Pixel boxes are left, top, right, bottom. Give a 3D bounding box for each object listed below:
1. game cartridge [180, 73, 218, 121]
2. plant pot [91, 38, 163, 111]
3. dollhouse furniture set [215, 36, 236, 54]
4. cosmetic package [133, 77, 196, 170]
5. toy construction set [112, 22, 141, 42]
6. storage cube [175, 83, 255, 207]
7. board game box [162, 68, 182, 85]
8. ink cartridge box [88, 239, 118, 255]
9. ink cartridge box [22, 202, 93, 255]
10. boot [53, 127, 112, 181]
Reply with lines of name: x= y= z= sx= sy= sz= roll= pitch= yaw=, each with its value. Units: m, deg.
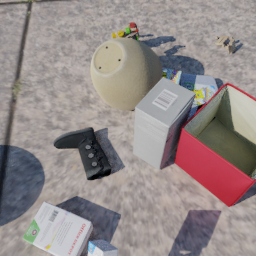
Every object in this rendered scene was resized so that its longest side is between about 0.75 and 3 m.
game cartridge: x=2.414 y=-1.045 z=9.584 sx=1.331 sy=0.404 sz=1.996 roll=9 pitch=57 yaw=1
plant pot: x=-0.270 y=-1.877 z=8.821 sx=2.346 sy=1.575 sz=2.346 roll=-6 pitch=76 yaw=24
dollhouse furniture set: x=3.774 y=-3.279 z=11.185 sx=0.914 sy=0.446 sz=0.780 roll=20 pitch=54 yaw=41
cosmetic package: x=0.902 y=-0.019 z=7.669 sx=1.101 sy=2.442 sz=1.304 roll=31 pitch=64 yaw=21
toy construction set: x=-0.256 y=-3.184 z=10.558 sx=1.417 sy=1.538 sz=1.844 roll=-9 pitch=36 yaw=8
storage cube: x=2.678 y=0.476 z=7.481 sx=2.312 sy=2.078 sz=1.976 roll=39 pitch=68 yaw=23
board game box: x=0.900 y=-1.520 z=9.594 sx=1.648 sy=0.849 sz=0.864 roll=12 pitch=57 yaw=8
ink cartridge box: x=-0.497 y=2.692 z=5.226 sx=0.342 sy=0.585 sz=1.009 roll=6 pitch=87 yaw=-33
ink cartridge box: x=-1.707 y=2.620 z=7.014 sx=1.387 sy=0.583 sz=1.005 roll=19 pitch=59 yaw=12
boot: x=-1.362 y=0.846 z=8.274 sx=1.332 sy=0.530 sz=1.616 roll=-21 pitch=63 yaw=-11
